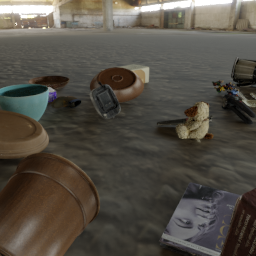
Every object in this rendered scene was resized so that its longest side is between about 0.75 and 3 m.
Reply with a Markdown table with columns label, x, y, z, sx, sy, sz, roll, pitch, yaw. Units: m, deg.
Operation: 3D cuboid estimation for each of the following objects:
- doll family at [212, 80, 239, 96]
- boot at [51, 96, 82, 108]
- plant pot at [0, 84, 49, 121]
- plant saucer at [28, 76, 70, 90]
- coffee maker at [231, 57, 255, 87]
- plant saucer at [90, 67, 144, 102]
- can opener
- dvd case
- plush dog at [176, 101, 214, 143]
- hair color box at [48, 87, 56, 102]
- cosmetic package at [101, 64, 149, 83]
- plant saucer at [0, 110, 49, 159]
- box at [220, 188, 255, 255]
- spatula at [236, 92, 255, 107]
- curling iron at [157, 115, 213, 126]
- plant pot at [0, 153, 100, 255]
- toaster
| label | x | y | z | sx | sy | sz | roll | pitch | yaw |
| --- | --- | --- | --- | --- | --- | --- | --- | --- | --- |
| doll family | 4.954 | -2.004 | 14.290 | 1.473 | 0.578 | 0.851 | 21 | 32 | 38 |
| boot | -2.682 | -1.129 | 12.348 | 0.664 | 0.511 | 1.369 | 13 | 24 | 33 |
| plant pot | -3.945 | -0.852 | 10.736 | 1.867 | 1.257 | 1.867 | 0 | 23 | 0 |
| plant saucer | -4.374 | -2.493 | 15.652 | 2.236 | 0.409 | 2.236 | 0 | 22 | 0 |
| coffee maker | 7.297 | -3.133 | 15.700 | 2.315 | 1.559 | 2.223 | 18 | 28 | 34 |
| plant saucer | -0.548 | -2.300 | 13.917 | 2.713 | 0.496 | 2.713 | 1 | 44 | -1 |
| can opener | 4.511 | -0.831 | 11.404 | 0.871 | 0.702 | 2.215 | -2 | 23 | -6 |
| dvd case | 1.756 | 1.896 | 5.723 | 1.595 | 0.171 | 2.146 | 11 | 26 | 24 |
| plush dog | 2.381 | -0.291 | 9.489 | 1.131 | 1.210 | 1.409 | 17 | 29 | 34 |
| hair color box | -4.302 | -1.483 | 13.150 | 1.649 | 0.535 | 0.901 | -12 | 27 | -30 |
| cosmetic package | -0.148 | -2.958 | 16.045 | 2.623 | 0.932 | 1.380 | -20 | 30 | -38 |
| plant saucer | -3.911 | 0.076 | 8.760 | 2.853 | 0.420 | 2.853 | 15 | 21 | -6 |
| box | 2.578 | 1.848 | 3.810 | 1.599 | 1.583 | 1.927 | -13 | 32 | -28 |
| spatula | 6.183 | -1.369 | 13.298 | 1.817 | 0.210 | 2.613 | 1 | 23 | 5 |
| curling iron | 2.159 | -0.231 | 10.608 | 2.158 | 0.276 | 0.535 | -8 | 3 | -6 |
| plant pot | -1.595 | 1.620 | 4.600 | 1.762 | 1.762 | 1.745 | 7 | 31 | 16 |
| toaster | -0.961 | -1.092 | 10.975 | 0.858 | 1.510 | 0.975 | -31 | 14 | -13 |
